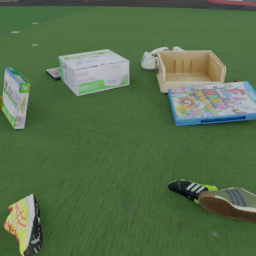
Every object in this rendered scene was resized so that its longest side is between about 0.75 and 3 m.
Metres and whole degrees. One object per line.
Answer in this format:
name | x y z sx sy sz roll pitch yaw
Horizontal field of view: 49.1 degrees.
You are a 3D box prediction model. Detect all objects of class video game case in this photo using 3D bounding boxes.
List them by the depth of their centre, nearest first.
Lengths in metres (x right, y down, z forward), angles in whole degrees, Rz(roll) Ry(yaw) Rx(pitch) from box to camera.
video game case | 2.960 -0.891 9.579 2.932 0.261 2.099 -5 36 3
video game case | -3.041 -2.526 12.851 1.126 0.159 1.246 -18 35 -28

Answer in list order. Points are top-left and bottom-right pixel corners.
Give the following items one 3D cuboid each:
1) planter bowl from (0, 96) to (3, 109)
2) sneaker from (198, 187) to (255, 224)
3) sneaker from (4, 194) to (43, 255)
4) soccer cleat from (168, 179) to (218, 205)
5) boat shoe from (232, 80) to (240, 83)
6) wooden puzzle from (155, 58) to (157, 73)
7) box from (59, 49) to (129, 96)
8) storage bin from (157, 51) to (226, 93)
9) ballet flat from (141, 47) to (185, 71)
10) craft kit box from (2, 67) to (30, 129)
planter bowl | -4.571 -0.739 9.590 0.804 0.335 0.804 -24 22 11
sneaker | 2.128 1.476 5.773 1.401 0.470 0.629 17 37 2
sneaker | -1.989 1.871 5.253 0.641 0.555 1.420 -15 27 -13
soccer cleat | 1.422 1.413 6.129 1.115 0.377 0.452 6 45 11
boat shoe | 4.440 -1.404 10.609 0.554 0.541 1.465 -17 35 -26
wooden puzzle | 1.263 -2.769 12.458 0.091 0.526 0.780 -2 71 8
box | -1.421 -2.418 11.711 2.341 1.132 2.066 -16 35 -25
storage bin | 2.474 -2.337 11.604 2.397 1.123 2.380 0 30 0
ballet flat | 2.057 -3.450 13.602 2.978 1.034 1.034 -12 33 -19
craft kit box | -3.566 -0.964 8.809 0.367 1.493 1.512 1 27 -40
